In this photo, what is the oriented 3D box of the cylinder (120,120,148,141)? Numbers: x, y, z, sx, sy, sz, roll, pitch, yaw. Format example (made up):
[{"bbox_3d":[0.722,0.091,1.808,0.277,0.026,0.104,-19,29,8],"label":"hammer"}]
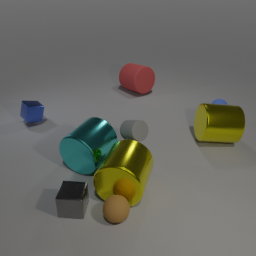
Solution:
[{"bbox_3d":[0.202,0.076,9.353,0.700,0.700,0.700,-23,16,-34],"label":"cylinder"}]

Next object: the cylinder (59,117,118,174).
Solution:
[{"bbox_3d":[-1.267,0.556,9.143,1.400,1.400,1.400,14,35,24],"label":"cylinder"}]

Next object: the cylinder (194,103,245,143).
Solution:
[{"bbox_3d":[3.329,-0.178,10.334,1.400,1.400,1.400,4,29,-6],"label":"cylinder"}]

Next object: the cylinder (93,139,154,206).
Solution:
[{"bbox_3d":[-0.091,1.255,7.963,1.400,1.400,1.400,8,30,14],"label":"cylinder"}]

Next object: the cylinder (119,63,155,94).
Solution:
[{"bbox_3d":[0.466,-2.632,14.764,1.400,1.400,1.400,-20,29,-31],"label":"cylinder"}]

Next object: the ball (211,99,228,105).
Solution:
[{"bbox_3d":[3.772,-0.857,11.592,0.700,0.700,0.700,0,29,0],"label":"ball"}]

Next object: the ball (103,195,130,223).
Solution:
[{"bbox_3d":[-0.303,2.075,7.202,0.700,0.700,0.700,0,29,0],"label":"ball"}]

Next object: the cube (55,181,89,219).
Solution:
[{"bbox_3d":[-1.478,1.917,7.506,0.700,0.700,0.700,3,31,4],"label":"cube"}]

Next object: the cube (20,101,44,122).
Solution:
[{"bbox_3d":[-4.008,-0.703,11.703,0.700,0.700,0.700,-4,27,-42],"label":"cube"}]
